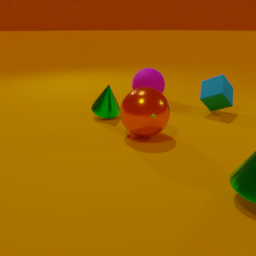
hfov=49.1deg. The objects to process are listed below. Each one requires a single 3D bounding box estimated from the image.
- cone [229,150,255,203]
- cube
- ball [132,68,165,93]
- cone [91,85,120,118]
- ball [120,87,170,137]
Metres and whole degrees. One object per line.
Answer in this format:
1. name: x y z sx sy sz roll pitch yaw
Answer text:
1. cone: 2.090 0.471 4.160 0.965 0.968 0.965 0 28 0
2. cube: 2.682 -1.042 8.450 0.722 0.722 0.722 -14 51 40
3. ball: 0.717 -1.513 9.830 1.156 1.156 1.156 0 21 0
4. cone: -0.590 -0.886 7.990 0.871 0.874 0.871 6 43 -6
5. ball: 0.410 -0.380 6.757 1.206 1.206 1.206 0 21 0
